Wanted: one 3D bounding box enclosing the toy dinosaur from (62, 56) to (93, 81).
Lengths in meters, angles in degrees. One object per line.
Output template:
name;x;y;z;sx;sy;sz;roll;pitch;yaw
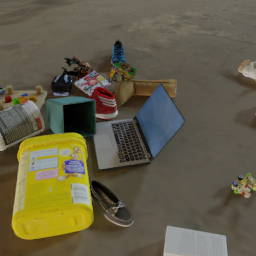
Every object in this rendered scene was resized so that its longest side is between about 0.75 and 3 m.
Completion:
toy dinosaur;-2.514;-2.994;14.678;1.678;1.263;2.473;0;20;-33

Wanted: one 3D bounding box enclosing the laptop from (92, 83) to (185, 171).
laptop;0.151;-0.153;10.170;2.902;1.682;2.717;-7;37;-9

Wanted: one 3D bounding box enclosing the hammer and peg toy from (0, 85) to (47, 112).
hammer and peg toy;-4.993;-1.139;12.116;2.624;0.925;1.930;0;37;0

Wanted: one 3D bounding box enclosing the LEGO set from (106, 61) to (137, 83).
LEGO set;-0.300;-2.349;12.679;1.216;0.916;1.581;26;26;-8

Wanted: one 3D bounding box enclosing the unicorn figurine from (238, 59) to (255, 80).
unicorn figurine;6.875;-2.856;14.617;1.688;0.907;2.457;-33;33;-23

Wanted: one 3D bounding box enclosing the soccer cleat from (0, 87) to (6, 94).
soccer cleat;-6.379;-1.876;13.566;0.921;0.385;0.298;6;37;7

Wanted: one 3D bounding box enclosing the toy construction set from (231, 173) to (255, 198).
toy construction set;3.637;1.786;8.597;0.726;0.510;1.108;31;36;35

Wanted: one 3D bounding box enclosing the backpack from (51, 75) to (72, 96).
backpack;-3.188;-2.131;13.626;0.973;0.717;1.066;-1;38;-2

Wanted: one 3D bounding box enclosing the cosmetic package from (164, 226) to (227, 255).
cosmetic package;1.640;2.986;6.905;1.461;0.521;0.741;7;37;10

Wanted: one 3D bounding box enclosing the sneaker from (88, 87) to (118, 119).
sneaker;-1.633;-1.141;11.709;2.378;1.374;0.932;-1;37;3

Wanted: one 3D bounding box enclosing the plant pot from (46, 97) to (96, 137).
plant pot;-2.333;-0.532;10.741;1.365;1.366;1.933;-13;25;-38

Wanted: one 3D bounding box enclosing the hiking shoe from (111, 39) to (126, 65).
hiking shoe;-0.618;-4.337;16.370;0.845;0.985;2.271;-5;37;-6

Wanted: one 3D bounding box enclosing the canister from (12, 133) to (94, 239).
canister;-2.178;1.572;8.220;2.162;1.260;2.911;-7;39;-10

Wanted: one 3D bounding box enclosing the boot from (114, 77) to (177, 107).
boot;0.838;-1.710;12.900;2.790;0.923;2.443;5;36;5

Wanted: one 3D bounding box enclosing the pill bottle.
pill bottle;-4.390;0.005;10.240;2.315;1.319;1.319;-30;46;-34

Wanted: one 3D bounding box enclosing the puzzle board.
puzzle board;-1.672;-2.168;13.558;1.160;0.134;1.539;37;49;12

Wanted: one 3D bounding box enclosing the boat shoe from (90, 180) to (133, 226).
boat shoe;-0.556;2.135;8.066;0.591;0.504;1.769;-30;46;-34
